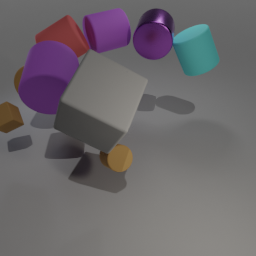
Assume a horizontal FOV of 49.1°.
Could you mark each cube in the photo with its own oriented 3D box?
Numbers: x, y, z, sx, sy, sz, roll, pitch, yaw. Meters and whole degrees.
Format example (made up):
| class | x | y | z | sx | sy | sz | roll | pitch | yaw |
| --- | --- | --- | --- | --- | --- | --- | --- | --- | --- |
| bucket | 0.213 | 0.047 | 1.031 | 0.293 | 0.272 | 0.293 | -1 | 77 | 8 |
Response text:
| class | x | y | z | sx | sy | sz | roll | pitch | yaw |
| --- | --- | --- | --- | --- | --- | --- | --- | --- | --- |
| cube | -0.622 | -0.514 | 6.075 | 1.400 | 1.400 | 1.400 | 26 | 61 | -8 |
| cube | -3.968 | -0.335 | 9.149 | 0.700 | 0.700 | 0.700 | -26 | 75 | 3 |

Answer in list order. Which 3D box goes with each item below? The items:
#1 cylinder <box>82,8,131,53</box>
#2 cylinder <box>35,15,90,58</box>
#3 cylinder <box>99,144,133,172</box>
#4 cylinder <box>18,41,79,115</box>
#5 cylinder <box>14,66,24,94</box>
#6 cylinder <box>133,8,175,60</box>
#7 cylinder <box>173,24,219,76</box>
| class | x | y | z | sx | sy | sz | roll | pitch | yaw |
| --- | --- | --- | --- | --- | --- | --- | --- | --- | --- |
| cylinder | -0.812 | -3.635 | 10.535 | 1.400 | 1.400 | 1.400 | -21 | 37 | -19 |
| cylinder | -2.319 | -3.039 | 9.998 | 1.400 | 1.400 | 1.400 | -28 | 31 | 10 |
| cylinder | -0.325 | 0.756 | 7.377 | 0.700 | 0.700 | 0.700 | -14 | 8 | -22 |
| cylinder | -2.030 | -1.315 | 7.368 | 1.400 | 1.400 | 1.400 | -2 | 50 | -3 |
| cylinder | -3.265 | -1.790 | 10.337 | 1.400 | 1.400 | 1.400 | 0 | 25 | 0 |
| cylinder | 0.962 | -3.405 | 10.147 | 1.400 | 1.400 | 1.400 | 5 | 40 | 8 |
| cylinder | 2.533 | -2.902 | 10.491 | 1.400 | 1.400 | 1.400 | -23 | 29 | 14 |
